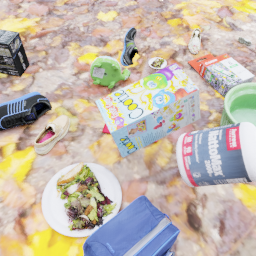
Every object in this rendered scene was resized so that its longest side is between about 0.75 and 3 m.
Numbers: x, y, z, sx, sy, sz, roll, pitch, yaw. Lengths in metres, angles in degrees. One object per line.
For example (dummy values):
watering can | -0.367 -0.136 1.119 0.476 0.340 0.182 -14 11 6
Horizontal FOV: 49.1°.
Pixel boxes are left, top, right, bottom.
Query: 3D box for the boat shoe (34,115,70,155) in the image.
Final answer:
boat shoe | -2.986 0.135 11.140 0.749 0.703 2.032 18 53 14

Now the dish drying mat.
dish drying mat | 0.163 0.042 11.537 2.300 0.209 0.883 11 53 9

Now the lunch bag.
lunch bag | 0.251 3.332 7.825 2.623 1.782 1.735 -32 59 -27

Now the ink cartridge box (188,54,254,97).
ink cartridge box | 4.400 -2.864 13.564 1.588 0.734 2.915 -23 55 -18

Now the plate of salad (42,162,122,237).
plate of salad | -1.562 2.255 9.445 2.708 0.650 2.708 0 50 -1

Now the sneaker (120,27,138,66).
sneaker | 0.136 -2.843 9.891 0.576 0.493 1.390 9 87 28

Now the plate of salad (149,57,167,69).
plate of salad | 1.520 -3.352 14.313 0.937 0.225 0.937 0 51 -1

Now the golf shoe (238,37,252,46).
golf shoe | 6.496 -4.817 15.529 0.780 0.305 0.379 38 43 20

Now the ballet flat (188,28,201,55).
ballet flat | 3.652 -4.790 15.249 0.714 0.603 1.888 8 52 5

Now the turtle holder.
turtle holder | -0.853 -2.749 13.089 1.791 1.361 1.272 -11 37 7

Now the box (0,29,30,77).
box | -6.250 -3.680 13.474 2.354 1.928 1.014 11 52 9

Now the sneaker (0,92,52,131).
sneaker | -4.519 -0.550 11.510 2.860 1.003 1.114 -36 52 -27

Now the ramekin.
ramekin | 5.090 -0.315 11.050 2.877 1.405 2.877 0 51 0

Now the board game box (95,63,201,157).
board game box | 0.640 -0.546 8.585 2.740 1.437 1.411 -26 52 -4

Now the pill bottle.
pill bottle | 2.504 0.617 6.717 2.361 1.412 1.412 -13 44 31
